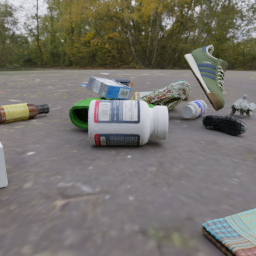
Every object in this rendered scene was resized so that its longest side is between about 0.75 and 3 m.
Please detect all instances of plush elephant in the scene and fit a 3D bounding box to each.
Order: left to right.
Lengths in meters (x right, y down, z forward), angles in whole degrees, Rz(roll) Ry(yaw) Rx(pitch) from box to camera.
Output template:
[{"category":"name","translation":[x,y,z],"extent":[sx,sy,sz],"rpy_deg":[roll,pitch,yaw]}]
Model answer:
[{"category":"plush elephant","translation":[4.310,-0.744,10.514],"extent":[0.813,0.988,0.765],"rpy_deg":[11,35,15]}]

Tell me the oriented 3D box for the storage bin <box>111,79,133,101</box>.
[{"category":"storage bin","translation":[-0.345,-1.903,14.257],"extent":[1.184,1.092,1.626],"rpy_deg":[2,15,6]}]

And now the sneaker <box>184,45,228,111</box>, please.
[{"category":"sneaker","translation":[2.738,-1.745,8.969],"extent":[1.073,2.391,0.802],"rpy_deg":[-28,-32,13]}]

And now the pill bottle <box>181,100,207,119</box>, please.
[{"category":"pill bottle","translation":[2.448,-0.680,10.434],"extent":[0.624,0.624,1.114],"rpy_deg":[11,18,36]}]

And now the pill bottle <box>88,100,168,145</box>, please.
[{"category":"pill bottle","translation":[0.007,-0.132,7.246],"extent":[1.947,1.164,1.164],"rpy_deg":[1,14,0]}]

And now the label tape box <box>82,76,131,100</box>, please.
[{"category":"label tape box","translation":[-0.770,-1.423,9.528],"extent":[1.045,0.459,1.449],"rpy_deg":[-1,24,-46]}]

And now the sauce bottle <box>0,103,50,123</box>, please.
[{"category":"sauce bottle","translation":[-3.781,-0.583,10.156],"extent":[0.629,0.629,1.906],"rpy_deg":[12,17,40]}]

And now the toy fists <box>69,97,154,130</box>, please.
[{"category":"toy fists","translation":[-0.362,-0.397,8.766],"extent":[2.820,0.970,1.438],"rpy_deg":[5,22,15]}]

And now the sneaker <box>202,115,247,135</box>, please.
[{"category":"sneaker","translation":[3.011,-0.163,8.567],"extent":[0.595,0.566,1.500],"rpy_deg":[-7,17,-34]}]

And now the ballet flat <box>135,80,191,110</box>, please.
[{"category":"ballet flat","translation":[1.163,-0.966,10.596],"extent":[2.647,0.846,1.001],"rpy_deg":[-23,-24,36]}]

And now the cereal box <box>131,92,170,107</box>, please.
[{"category":"cereal box","translation":[1.162,-1.198,11.920],"extent":[2.003,0.396,1.441],"rpy_deg":[-1,-8,-8]}]

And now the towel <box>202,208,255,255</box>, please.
[{"category":"towel","translation":[2.245,1.339,3.367],"extent":[2.190,0.238,1.606],"rpy_deg":[-6,15,-22]}]

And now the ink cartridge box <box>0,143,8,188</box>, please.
[{"category":"ink cartridge box","translation":[-3.190,0.550,5.287],"extent":[1.373,0.797,1.903],"rpy_deg":[-9,17,-31]}]
